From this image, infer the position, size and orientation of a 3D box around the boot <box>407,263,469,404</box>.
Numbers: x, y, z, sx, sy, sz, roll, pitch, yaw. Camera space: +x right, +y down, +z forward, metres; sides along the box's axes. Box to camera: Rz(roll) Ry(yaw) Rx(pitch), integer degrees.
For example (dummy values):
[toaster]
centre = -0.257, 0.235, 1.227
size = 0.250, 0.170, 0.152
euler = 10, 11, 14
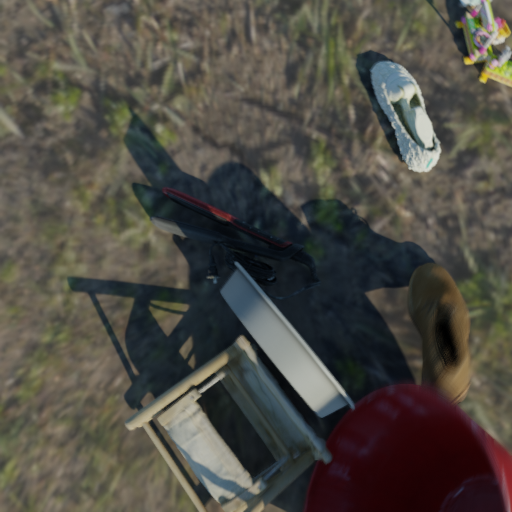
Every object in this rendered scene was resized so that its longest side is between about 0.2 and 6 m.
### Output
[boot]
centre = 2.577, 0.833, 7.725
size = 0.839, 0.860, 2.278
euler = -2, 45, 10

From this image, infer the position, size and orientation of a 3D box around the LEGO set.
[LEGO set]
centre = 4.017, -3.370, 8.892
size = 1.078, 0.873, 2.344
euler = -30, 81, -5

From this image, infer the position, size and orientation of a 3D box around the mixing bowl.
[mixing bowl]
centre = 2.228, 3.467, 6.774
size = 1.846, 3.407, 3.407
euler = 23, 79, -24

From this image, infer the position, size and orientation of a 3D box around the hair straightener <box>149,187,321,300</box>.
[hair straightener]
centre = -0.348, -0.027, 8.531
size = 2.802, 0.573, 1.078
euler = 24, 81, 0

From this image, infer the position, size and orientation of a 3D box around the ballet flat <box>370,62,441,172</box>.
[ballet flat]
centre = 2.428, -2.304, 8.820
size = 0.718, 0.718, 2.001
euler = -20, 80, -3

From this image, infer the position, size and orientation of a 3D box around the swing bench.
[swing bench]
centre = -0.376, 2.456, 7.631
size = 1.967, 1.276, 1.956
euler = -34, 81, -14

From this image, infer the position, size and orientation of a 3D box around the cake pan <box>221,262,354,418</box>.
[cake pan]
centre = 0.337, 1.129, 7.305
size = 0.440, 2.401, 2.401
euler = -39, 82, -3
